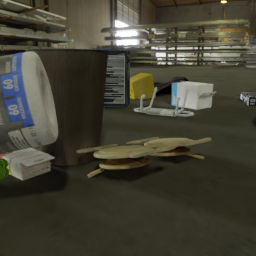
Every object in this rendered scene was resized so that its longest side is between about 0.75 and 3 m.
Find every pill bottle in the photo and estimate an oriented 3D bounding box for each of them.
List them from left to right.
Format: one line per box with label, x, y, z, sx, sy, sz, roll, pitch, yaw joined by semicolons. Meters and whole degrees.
pill bottle;-2.149;-0.192;3.643;2.211;1.258;1.258;-12;17;-7

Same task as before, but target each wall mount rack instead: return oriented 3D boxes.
wall mount rack;1.491;-1.046;11.067;2.376;0.886;2.064;7;16;20

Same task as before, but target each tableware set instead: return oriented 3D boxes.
tableware set;0.444;0.576;5.824;2.552;0.511;1.687;-7;4;-44

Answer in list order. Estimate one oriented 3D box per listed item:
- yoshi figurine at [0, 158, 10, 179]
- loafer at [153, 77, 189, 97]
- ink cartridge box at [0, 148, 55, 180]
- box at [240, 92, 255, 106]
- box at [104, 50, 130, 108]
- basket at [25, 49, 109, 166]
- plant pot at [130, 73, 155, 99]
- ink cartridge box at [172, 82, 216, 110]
yoshi figurine;-2.770;0.744;4.624;1.601;0.900;0.896;-8;30;-36
loafer;2.345;-2.172;15.567;2.765;0.994;0.871;-14;36;-23
ink cartridge box;-1.993;0.699;5.537;1.102;0.372;0.642;10;18;39
box;6.153;-1.363;13.120;1.363;0.430;1.729;2;15;9
box;-1.133;-2.187;12.392;2.396;2.376;1.476;2;13;5
basket;-1.291;-0.505;6.156;1.606;2.361;2.129;-11;17;-36
plant pot;0.569;-2.086;14.551;1.110;1.259;1.259;-19;21;-21
ink cartridge box;2.854;-1.423;12.173;1.060;1.032;1.648;-11;19;-36
